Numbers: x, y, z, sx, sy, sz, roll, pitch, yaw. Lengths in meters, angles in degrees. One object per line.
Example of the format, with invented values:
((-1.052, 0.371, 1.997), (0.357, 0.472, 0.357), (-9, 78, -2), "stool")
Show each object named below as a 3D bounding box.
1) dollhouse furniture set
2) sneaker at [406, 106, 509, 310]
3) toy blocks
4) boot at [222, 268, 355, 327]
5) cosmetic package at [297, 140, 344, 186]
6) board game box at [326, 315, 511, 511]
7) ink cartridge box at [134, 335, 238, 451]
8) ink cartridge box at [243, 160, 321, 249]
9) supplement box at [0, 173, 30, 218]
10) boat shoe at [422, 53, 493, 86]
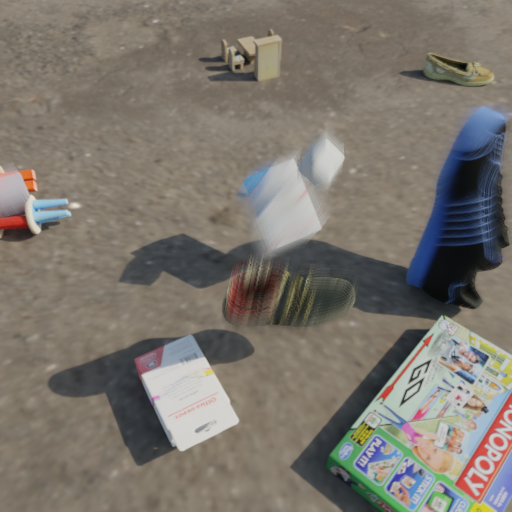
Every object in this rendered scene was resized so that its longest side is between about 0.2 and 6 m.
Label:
((0.006, -5.340, 14.337), (1.409, 0.998, 1.534), (-18, 50, -16), "dollhouse furniture set")
((3.403, -0.629, 8.681), (1.237, 3.177, 1.114), (27, 37, 27), "sneaker")
((-4.615, -1.076, 10.653), (2.075, 0.754, 1.730), (-8, 49, -7), "toy blocks")
((0.481, 0.546, 7.385), (1.895, 1.431, 0.684), (-6, 76, -3), "boot")
((0.931, -1.343, 8.105), (0.397, 0.397, 0.482), (39, 71, -20), "cosmetic package")
((2.694, 2.383, 7.744), (2.044, 0.442, 3.037), (32, 55, 27), "board game box")
((-0.990, 2.021, 7.992), (0.942, 0.546, 1.618), (-22, 50, -19), "ink cartridge box")
((0.433, -0.812, 9.102), (0.881, 0.516, 1.219), (-22, 88, 4), "ink cartridge box")
((-3.441, -0.732, 7.436), (0.628, 1.154, 0.351), (-24, 97, -28), "supplement box")
((5.099, -4.703, 14.066), (1.723, 0.542, 0.629), (15, 50, 13), "boat shoe")
